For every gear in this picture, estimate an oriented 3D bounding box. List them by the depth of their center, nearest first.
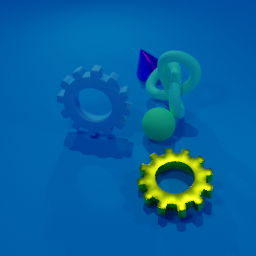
[{"bbox_3d":[1.153,1.288,6.904,1.808,0.334,1.808,-6,45,6],"label":"gear"},{"bbox_3d":[-0.914,-0.696,7.691,2.008,2.008,0.371,7,34,7],"label":"gear"}]

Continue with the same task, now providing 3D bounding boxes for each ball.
[{"bbox_3d":[0.869,-0.106,7.968,0.950,0.950,0.950,0,47,0],"label":"ball"}]

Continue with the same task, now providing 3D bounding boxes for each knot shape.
[{"bbox_3d":[1.259,-1.399,8.545,0.940,2.034,1.903,-10,27,-25],"label":"knot shape"}]

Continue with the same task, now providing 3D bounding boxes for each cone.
[{"bbox_3d":[0.622,-2.389,9.811,1.083,1.087,1.083,-12,56,18],"label":"cone"}]
